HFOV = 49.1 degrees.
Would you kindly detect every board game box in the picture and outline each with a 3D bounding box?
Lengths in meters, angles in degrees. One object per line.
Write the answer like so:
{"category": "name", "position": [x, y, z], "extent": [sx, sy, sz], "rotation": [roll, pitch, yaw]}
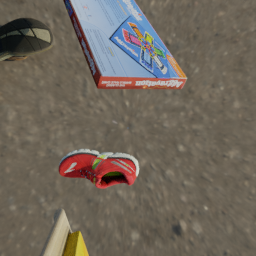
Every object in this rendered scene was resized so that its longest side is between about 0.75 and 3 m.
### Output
{"category": "board game box", "position": [-0.171, -1.447, 4.178], "extent": [1.231, 0.232, 2.391], "rotation": [-4, 50, -24]}

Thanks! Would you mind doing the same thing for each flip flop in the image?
{"category": "flip flop", "position": [-2.947, -2.074, 7.152], "extent": [2.372, 0.683, 0.962], "rotation": [-14, 82, 14]}

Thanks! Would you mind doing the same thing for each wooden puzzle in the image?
{"category": "wooden puzzle", "position": [-0.568, 2.239, 3.485], "extent": [0.409, 2.199, 2.034], "rotation": [-19, 96, -8]}

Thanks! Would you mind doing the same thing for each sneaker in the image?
{"category": "sneaker", "position": [-0.309, 0.414, 2.688], "extent": [0.818, 0.315, 0.347], "rotation": [-3, 38, 12]}
